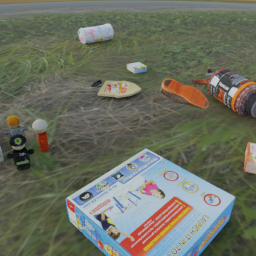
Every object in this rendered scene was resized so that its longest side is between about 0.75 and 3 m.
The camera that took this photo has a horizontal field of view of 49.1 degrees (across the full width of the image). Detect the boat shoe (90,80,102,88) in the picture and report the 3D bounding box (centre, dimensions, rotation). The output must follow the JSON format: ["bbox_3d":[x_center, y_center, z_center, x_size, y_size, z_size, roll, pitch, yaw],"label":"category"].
[{"bbox_3d":[-1.645,-2.278,14.375,0.310,0.275,0.830,26,40,36],"label":"boat shoe"}]

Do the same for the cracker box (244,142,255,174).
[{"bbox_3d":[4.493,1.057,8.648,1.618,0.467,1.084,12,33,20],"label":"cracker box"}]

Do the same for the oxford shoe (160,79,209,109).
[{"bbox_3d":[2.227,-1.267,11.143,1.991,0.726,0.710,29,62,6],"label":"oxford shoe"}]

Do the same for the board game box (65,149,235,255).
[{"bbox_3d":[0.542,1.969,6.791,2.917,0.815,2.856,-27,41,-37],"label":"board game box"}]

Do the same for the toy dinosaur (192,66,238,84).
[{"bbox_3d":[4.646,-2.150,14.024,2.213,1.162,2.008,-35,43,23],"label":"toy dinosaur"}]

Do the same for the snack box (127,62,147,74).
[{"bbox_3d":[0.521,-3.534,16.410,0.827,0.332,0.981,-16,33,-24],"label":"snack box"}]

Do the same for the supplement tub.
[{"bbox_3d":[4.689,-1.472,11.902,1.433,1.433,2.680,-11,34,-18],"label":"supplement tub"}]

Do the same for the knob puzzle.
[{"bbox_3d":[-0.329,-1.822,13.601,2.111,0.293,2.111,0,31,0],"label":"knob puzzle"}]

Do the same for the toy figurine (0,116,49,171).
[{"bbox_3d":[-3.564,0.380,9.082,1.673,1.182,1.700,12,34,20],"label":"toy figurine"}]

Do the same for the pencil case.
[{"bbox_3d":[-2.478,-7.416,21.921,2.772,1.257,1.152,-24,-3,-31],"label":"pencil case"}]
